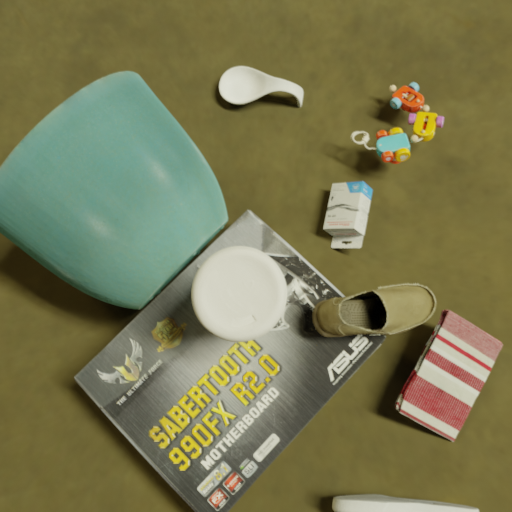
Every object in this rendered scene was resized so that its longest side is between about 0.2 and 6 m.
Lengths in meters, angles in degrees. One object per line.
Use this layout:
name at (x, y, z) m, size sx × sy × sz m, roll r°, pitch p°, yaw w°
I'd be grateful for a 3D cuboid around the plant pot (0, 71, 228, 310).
plant pot at (-2.058, -0.766, 8.941) m, size 2.644 × 3.294 × 3.294 m, roll 44°, pitch 79°, yaw -3°

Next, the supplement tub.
supplement tub at (-0.226, 0.544, 8.137) m, size 1.278 × 1.770 × 1.278 m, roll 0°, pitch 87°, yaw 0°

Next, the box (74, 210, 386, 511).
box at (-0.387, 1.725, 9.344) m, size 4.033 × 0.975 × 3.194 m, roll -44°, pitch 80°, yaw -10°

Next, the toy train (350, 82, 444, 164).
toy train at (2.661, -2.387, 10.425) m, size 1.341 × 0.496 × 1.785 m, roll 38°, pitch 74°, yaw 29°

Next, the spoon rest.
spoon rest at (0.099, -3.258, 10.876) m, size 1.658 × 0.502 × 0.824 m, roll 8°, pitch 76°, yaw 1°

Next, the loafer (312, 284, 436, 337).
loafer at (1.934, 0.875, 8.625) m, size 2.097 × 0.707 × 0.797 m, roll -10°, pitch 85°, yaw -17°

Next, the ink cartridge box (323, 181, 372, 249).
ink cartridge box at (1.639, -0.735, 10.128) m, size 0.666 × 0.384 × 1.151 m, roll 1°, pitch 71°, yaw 39°

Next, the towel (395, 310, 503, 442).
towel at (3.237, 2.000, 9.372) m, size 1.361 × 0.215 × 1.890 m, roll 31°, pitch 84°, yaw -18°

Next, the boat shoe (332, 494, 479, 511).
boat shoe at (2.351, 4.274, 8.826) m, size 2.334 × 0.828 × 0.815 m, roll 8°, pitch 73°, yaw -5°
